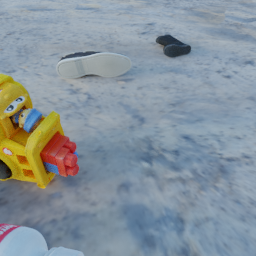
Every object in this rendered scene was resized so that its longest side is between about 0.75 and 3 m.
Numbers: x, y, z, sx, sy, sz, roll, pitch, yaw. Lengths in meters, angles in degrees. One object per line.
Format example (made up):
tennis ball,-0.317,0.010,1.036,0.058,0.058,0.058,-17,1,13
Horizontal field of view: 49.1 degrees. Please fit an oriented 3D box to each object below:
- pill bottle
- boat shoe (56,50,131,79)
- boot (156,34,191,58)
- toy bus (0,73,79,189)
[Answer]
pill bottle,-2.074,2.077,3.848,2.762,1.529,1.529,6,36,8
boat shoe,-1.301,-2.494,10.773,2.831,1.046,0.854,-8,40,3
boot,1.835,-3.894,13.019,1.475,0.587,1.789,-8,39,-28
toy bus,-2.002,0.202,5.839,2.136,2.225,1.510,14,45,18
